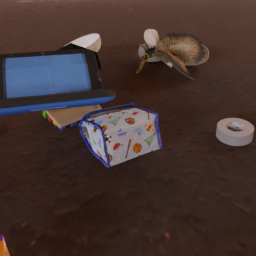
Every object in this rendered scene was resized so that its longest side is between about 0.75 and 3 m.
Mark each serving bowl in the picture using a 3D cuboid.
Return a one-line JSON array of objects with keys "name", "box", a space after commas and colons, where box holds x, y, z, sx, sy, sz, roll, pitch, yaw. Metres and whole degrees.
[{"name": "serving bowl", "box": [-1.927, -3.103, 11.403, 1.943, 0.639, 1.943, -17, 33, 12]}]

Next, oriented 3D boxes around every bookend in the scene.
[{"name": "bookend", "box": [-2.027, -2.213, 9.865, 1.533, 0.706, 1.523, -18, -5, 26]}]

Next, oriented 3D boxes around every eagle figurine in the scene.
[{"name": "eagle figurine", "box": [1.596, -2.688, 10.298, 2.182, 1.656, 1.647, 13, 13, 29]}]

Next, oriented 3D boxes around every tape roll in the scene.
[{"name": "tape roll", "box": [2.531, 0.079, 6.644, 0.830, 0.274, 0.830, -3, 32, 2]}]

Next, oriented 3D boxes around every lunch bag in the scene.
[{"name": "lunch bag", "box": [-0.244, 0.026, 6.165, 1.350, 0.983, 1.588, -15, 19, -22]}]

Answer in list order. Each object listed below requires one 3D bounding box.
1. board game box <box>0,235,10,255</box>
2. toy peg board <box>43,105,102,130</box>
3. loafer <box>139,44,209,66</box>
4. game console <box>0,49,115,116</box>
[{"name": "board game box", "box": [-1.737, 1.882, 3.189, 0.778, 0.779, 0.778, -12, 33, -19]}, {"name": "toy peg board", "box": [-1.582, -0.455, 7.435, 1.268, 0.620, 1.262, -25, 55, -33]}, {"name": "loafer", "box": [1.896, -3.179, 11.522, 2.834, 1.019, 0.891, 7, 25, 16]}, {"name": "game console", "box": [-1.903, -1.209, 6.401, 2.767, 1.637, 2.362, -9, 4, -14]}]
